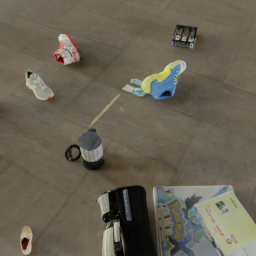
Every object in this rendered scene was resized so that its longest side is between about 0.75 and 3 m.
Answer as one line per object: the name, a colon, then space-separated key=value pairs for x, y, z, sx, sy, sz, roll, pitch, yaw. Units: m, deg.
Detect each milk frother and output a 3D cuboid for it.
milk frother: x=-1.601 y=0.749 z=9.918 sx=1.361 sy=1.281 sz=1.229 roll=-14 pitch=50 yaw=-12

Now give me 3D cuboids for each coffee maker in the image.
coffee maker: x=0.224 y=2.946 z=8.124 sx=2.148 sy=1.506 sz=2.236 roll=8 pitch=49 yaw=-19

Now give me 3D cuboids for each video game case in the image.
video game case: x=2.202 y=3.122 z=8.530 sx=2.660 sy=0.321 sz=2.918 roll=-1 pitch=50 yaw=-1

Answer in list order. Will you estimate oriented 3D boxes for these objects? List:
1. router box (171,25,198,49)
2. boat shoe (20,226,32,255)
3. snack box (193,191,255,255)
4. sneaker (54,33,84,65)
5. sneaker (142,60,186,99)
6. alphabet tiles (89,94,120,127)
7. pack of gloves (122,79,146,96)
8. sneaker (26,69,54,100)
router box: x=3.107 y=-5.028 z=15.364 sx=1.216 sy=0.416 sz=1.630 roll=12 pitch=51 yaw=10
boat shoe: x=-3.057 y=3.314 z=8.389 sx=0.317 sy=0.297 sz=0.860 roll=-13 pitch=51 yaw=-11
snack box: x=3.061 y=3.078 z=8.080 sx=1.340 sy=0.428 sz=2.306 roll=-17 pitch=53 yaw=-14
sneaker: x=-3.332 y=-4.052 z=14.322 sx=1.198 sy=0.747 sz=2.236 roll=-28 pitch=58 yaw=-24
sneaker: x=1.885 y=-2.044 z=12.646 sx=2.501 sy=0.947 sz=1.314 roll=-32 pitch=69 yaw=-16
alphabet tiles: x=-0.749 y=-0.596 z=9.167 sx=0.047 sy=1.242 sz=1.493 roll=43 pitch=16 yaw=-4
pack of gloves: x=0.464 y=-1.924 z=12.875 sx=1.135 sy=0.224 sz=0.954 roll=26 pitch=55 yaw=20
sneaker: x=-4.039 y=-1.945 z=12.483 sx=1.833 sy=0.843 sz=0.694 roll=36 pitch=59 yaw=26
